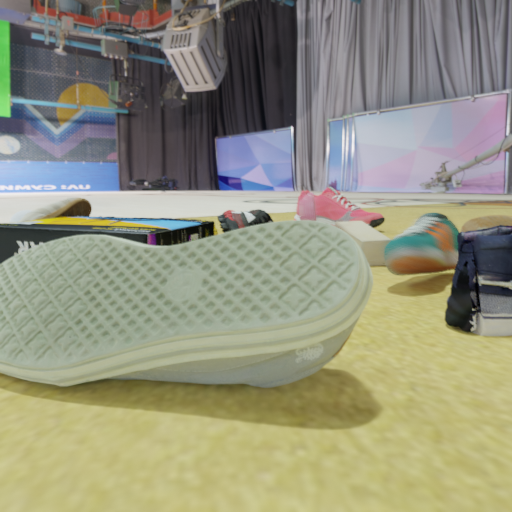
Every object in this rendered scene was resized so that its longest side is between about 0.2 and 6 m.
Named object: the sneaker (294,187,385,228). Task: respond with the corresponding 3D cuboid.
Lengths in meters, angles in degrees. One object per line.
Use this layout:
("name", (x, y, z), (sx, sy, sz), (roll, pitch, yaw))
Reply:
("sneaker", (2.213, -1.306, 15.497), (2.724, 1.182, 1.004), (7, 11, 35))

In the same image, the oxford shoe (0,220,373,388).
("oxford shoe", (-0.810, 0.485, 4.402), (3.484, 1.310, 1.006), (-5, -35, 17))

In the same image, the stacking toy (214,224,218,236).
("stacking toy", (-2.202, -0.541, 12.908), (1.665, 0.519, 2.209), (-6, 8, -43))

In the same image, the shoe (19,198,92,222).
("shoe", (-4.071, -0.582, 10.767), (0.506, 0.663, 1.895), (27, 48, 35))

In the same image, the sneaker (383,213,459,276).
("sneaker", (2.380, -0.205, 8.052), (0.737, 0.825, 2.065), (-25, -18, 37))

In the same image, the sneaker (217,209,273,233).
("sneaker", (-0.169, -0.498, 11.110), (1.173, 0.848, 2.400), (-1, 8, -1))

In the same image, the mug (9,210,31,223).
("mug", (-4.940, -0.462, 11.772), (1.001, 0.739, 0.878), (-33, 24, -11))

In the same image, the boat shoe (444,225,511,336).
("boat shoe", (3.055, 0.207, 5.701), (2.249, 1.043, 0.840), (-2, 9, -12))

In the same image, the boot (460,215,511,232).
("boot", (5.107, -0.265, 10.287), (2.341, 0.824, 1.676), (9, 6, 31))

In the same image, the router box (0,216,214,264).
("router box", (-2.508, -0.208, 9.407), (3.016, 0.770, 2.250), (3, 9, 20))

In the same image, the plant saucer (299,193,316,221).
("plant saucer", (0.981, -0.639, 10.531), (0.276, 1.090, 1.090), (-4, 8, 7))

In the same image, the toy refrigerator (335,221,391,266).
("toy refrigerator", (1.884, -0.223, 10.082), (0.546, 0.503, 1.438), (-3, 18, -10))
